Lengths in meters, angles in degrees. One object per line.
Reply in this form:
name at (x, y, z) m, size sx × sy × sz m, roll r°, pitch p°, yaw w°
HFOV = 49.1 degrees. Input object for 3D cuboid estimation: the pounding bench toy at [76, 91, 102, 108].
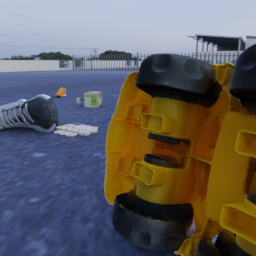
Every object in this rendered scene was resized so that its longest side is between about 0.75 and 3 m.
pounding bench toy at (-1.708, -1.277, 12.328) m, size 1.005 × 0.625 × 0.784 m, roll 1°, pitch 14°, yaw 5°

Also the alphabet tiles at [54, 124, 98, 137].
alphabet tiles at (-1.482, 0.043, 8.070) m, size 1.193 × 0.087 × 1.167 m, roll 10°, pitch 17°, yaw 34°

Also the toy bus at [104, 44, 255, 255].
toy bus at (1.543, 0.420, 3.114) m, size 2.873 × 2.031 × 2.992 m, roll 6°, pitch 5°, yaw -36°

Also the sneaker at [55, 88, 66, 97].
sneaker at (-3.755, -1.968, 15.490) m, size 0.453 × 0.479 × 1.242 m, roll 1°, pitch 15°, yaw 1°

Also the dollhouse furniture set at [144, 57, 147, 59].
dollhouse furniture set at (1.997, -1.274, 12.513) m, size 2.818 × 2.414 × 2.963 m, roll 0°, pitch -21°, yaw -5°

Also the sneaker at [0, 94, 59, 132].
sneaker at (-3.141, -0.250, 7.722) m, size 1.592 × 1.034 × 2.757 m, roll -18°, pitch 12°, yaw -39°
